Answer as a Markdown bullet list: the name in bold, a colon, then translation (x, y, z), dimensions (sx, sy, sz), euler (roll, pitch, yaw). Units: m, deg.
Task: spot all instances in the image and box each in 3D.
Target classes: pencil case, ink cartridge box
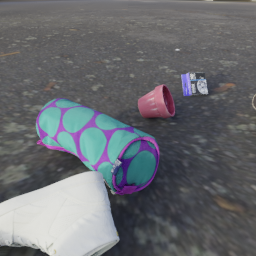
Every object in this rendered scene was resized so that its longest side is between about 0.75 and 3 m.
- **pencil case**: translation (-0.725, 0.281, 5.560), dimensions (2.653, 1.226, 1.129), euler (25, -4, 39)
- **ink cartridge box**: translation (2.221, -1.471, 9.354), dimensions (0.789, 0.782, 0.171), euler (-4, -13, -5)

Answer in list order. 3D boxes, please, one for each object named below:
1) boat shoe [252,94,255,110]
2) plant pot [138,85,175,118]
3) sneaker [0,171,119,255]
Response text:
- **boat shoe**: translation (3.700, -0.602, 7.014), dimensions (0.801, 0.889, 2.472), euler (5, 15, -5)
- **plant pot**: translation (0.748, -0.648, 7.646), dimensions (0.802, 0.896, 0.896), euler (-15, 22, 26)
- **sneaker**: translation (-1.160, 1.518, 3.785), dimensions (2.080, 0.766, 1.202), euler (-24, 62, 3)
